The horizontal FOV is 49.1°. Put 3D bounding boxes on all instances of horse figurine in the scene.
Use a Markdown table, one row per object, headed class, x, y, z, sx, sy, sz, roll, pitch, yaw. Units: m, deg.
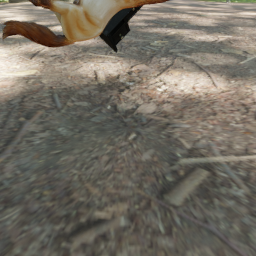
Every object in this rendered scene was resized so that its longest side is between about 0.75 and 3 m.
| class | x | y | z | sx | sy | sz | roll | pitch | yaw |
| --- | --- | --- | --- | --- | --- | --- | --- | --- | --- |
| horse figurine | -0.606 | -1.987 | 4.063 | 2.665 | 1.766 | 0.665 | -33 | 40 | 23 |

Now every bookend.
| class | x | y | z | sx | sy | sz | roll | pitch | yaw |
| --- | --- | --- | --- | --- | --- | --- | --- | --- | --- |
| bookend | -0.184 | -3.400 | 8.540 | 0.801 | 1.729 | 1.740 | 45 | 4 | 5 |
